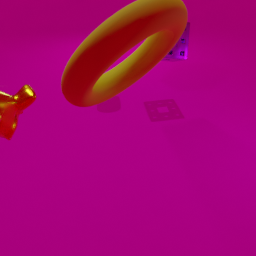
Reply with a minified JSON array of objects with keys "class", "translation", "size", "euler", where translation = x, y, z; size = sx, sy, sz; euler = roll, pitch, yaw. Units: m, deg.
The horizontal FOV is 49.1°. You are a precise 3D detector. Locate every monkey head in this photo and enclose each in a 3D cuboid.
[{"class":"monkey head","translation":[-1.570,-0.282,3.332],"size":[0.819,0.686,1.138],"euler":[-42,59,4]}]

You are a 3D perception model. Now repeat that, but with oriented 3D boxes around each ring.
[{"class":"ring","translation":[-0.022,-0.618,2.434],"size":[1.264,1.264,0.253],"euler":[-33,83,-38]}]

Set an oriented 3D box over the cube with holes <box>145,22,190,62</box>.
[{"class":"cube with holes","translation":[1.182,-2.682,8.738],"size":[1.077,1.077,1.077],"euler":[1,10,-11]}]
